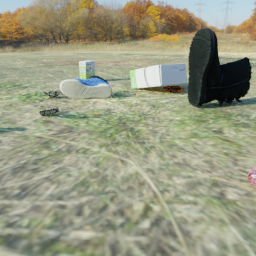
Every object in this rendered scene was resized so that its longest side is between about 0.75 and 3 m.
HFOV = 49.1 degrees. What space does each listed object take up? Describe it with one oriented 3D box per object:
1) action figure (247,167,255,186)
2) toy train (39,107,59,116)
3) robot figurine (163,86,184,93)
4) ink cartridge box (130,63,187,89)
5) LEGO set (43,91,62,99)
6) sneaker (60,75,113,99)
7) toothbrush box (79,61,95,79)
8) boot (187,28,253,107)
[{"bbox_3d":[2.262,0.726,4.670,0.920,0.617,0.685,-7,18,-28],"label":"action figure"},{"bbox_3d":[-2.429,-0.521,8.692,1.060,0.181,0.243,-4,25,47],"label":"toy train"},{"bbox_3d":[2.072,-1.768,12.758,0.932,0.271,0.676,-10,21,-30],"label":"robot figurine"},{"bbox_3d":[1.378,-2.381,12.966,1.602,0.925,2.201,-12,10,-32],"label":"ink cartridge box"},{"bbox_3d":[-3.094,-1.384,11.718,0.748,0.326,1.151,4,6,6],"label":"LEGO set"},{"bbox_3d":[-1.753,-1.739,11.741,2.111,0.810,1.174,1,24,-11],"label":"sneaker"},{"bbox_3d":[-2.257,-3.141,15.546,0.485,1.126,0.820,11,20,30],"label":"toothbrush box"},{"bbox_3d":[3.339,-2.096,9.877,2.342,2.858,1.058,-12,30,-21],"label":"boot"}]
